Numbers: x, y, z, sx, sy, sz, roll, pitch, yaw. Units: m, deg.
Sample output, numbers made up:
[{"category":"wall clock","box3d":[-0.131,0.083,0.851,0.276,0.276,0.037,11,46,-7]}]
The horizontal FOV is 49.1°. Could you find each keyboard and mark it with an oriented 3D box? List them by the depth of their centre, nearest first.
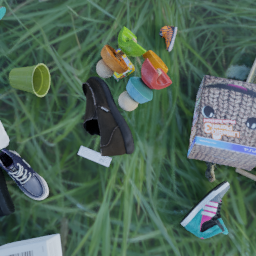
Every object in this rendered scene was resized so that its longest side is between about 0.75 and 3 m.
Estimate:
[{"category":"keyboard","box3d":[-1.185,1.009,9.970,1.202,0.064,0.338,22,77,6]}]

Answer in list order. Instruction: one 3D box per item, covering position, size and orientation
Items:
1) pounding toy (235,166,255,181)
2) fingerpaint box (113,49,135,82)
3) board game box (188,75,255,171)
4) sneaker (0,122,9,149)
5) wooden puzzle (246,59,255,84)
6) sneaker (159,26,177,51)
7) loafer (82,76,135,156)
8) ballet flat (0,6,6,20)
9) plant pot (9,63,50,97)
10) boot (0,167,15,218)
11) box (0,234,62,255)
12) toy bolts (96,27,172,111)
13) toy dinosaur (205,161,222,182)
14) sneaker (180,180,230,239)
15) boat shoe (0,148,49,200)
[{"category":"pounding toy","box3d":[4.999,0.950,9.479,1.727,1.038,2.237,34,78,8]},{"category":"fingerpaint box","box3d":[-0.350,-2.401,10.681,0.816,0.359,0.978,-35,79,-7]},{"category":"board game box","box3d":[3.292,-0.193,9.332,2.094,1.272,2.626,11,64,7]},{"category":"sneaker","box3d":[-3.800,0.042,8.027,0.552,1.468,0.649,-16,58,-28]},{"category":"wooden puzzle","box3d":[5.592,-1.525,10.425,2.289,0.426,2.118,25,77,6]},{"category":"sneaker","box3d":[1.504,-3.515,10.974,0.640,0.443,1.142,13,66,7]},{"category":"loafer","box3d":[-0.798,-0.375,7.624,1.020,1.044,2.859,-20,50,-13]},{"category":"ballet flat","box3d":[-5.339,-4.365,11.188,0.456,0.411,1.212,15,79,18]},{"category":"plant pot","box3d":[-3.646,-1.773,10.229,1.134,1.194,1.194,6,75,15]},{"category":"boot","box3d":[-4.956,2.303,9.291,1.808,0.816,2.206,-24,79,-4]},{"category":"box","box3d":[-2.974,4.323,8.338,1.831,1.576,1.840,-11,78,-3]},{"category":"toy bolts","box3d":[0.220,-1.380,7.759,1.423,1.960,2.052,-42,50,21]},{"category":"toy dinosaur","box3d":[3.057,0.803,9.821,0.929,0.500,2.108,-5,73,4]},{"category":"sneaker","box3d":[2.846,2.800,9.080,2.066,0.864,1.248,-44,75,-2]},{"category":"boat shoe","box3d":[-3.583,1.564,9.347,2.135,0.990,0.797,42,79,10]}]
